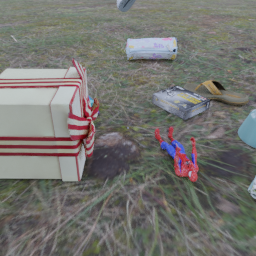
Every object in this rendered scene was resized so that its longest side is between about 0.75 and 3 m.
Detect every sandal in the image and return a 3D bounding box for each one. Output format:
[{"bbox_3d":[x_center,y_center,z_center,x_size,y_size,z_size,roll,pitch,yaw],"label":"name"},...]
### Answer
[{"bbox_3d":[3.179,-1.377,10.130,2.320,0.626,0.932,15,35,22],"label":"sandal"}]

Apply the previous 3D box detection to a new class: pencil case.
[{"bbox_3d":[1.143,-3.825,13.641,2.494,1.037,1.131,0,39,0],"label":"pencil case"}]

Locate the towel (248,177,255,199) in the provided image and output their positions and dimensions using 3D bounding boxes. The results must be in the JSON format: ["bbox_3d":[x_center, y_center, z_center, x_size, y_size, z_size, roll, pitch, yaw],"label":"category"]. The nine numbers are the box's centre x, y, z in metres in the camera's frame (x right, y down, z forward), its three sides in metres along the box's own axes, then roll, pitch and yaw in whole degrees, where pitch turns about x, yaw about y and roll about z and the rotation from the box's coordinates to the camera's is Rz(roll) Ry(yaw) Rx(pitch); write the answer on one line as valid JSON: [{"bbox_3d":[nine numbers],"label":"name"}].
[{"bbox_3d":[3.790,1.249,6.154,1.715,0.482,2.003,26,41,30],"label":"towel"}]

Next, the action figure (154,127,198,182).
[{"bbox_3d":[1.259,0.430,6.999,0.668,1.013,2.046,-8,36,-12],"label":"action figure"}]

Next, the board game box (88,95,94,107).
[{"bbox_3d":[-1.808,-0.770,9.412,1.233,0.289,0.931,-13,28,-19],"label":"board game box"}]

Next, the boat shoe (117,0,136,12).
[{"bbox_3d":[0.214,-4.080,7.943,0.595,1.619,0.540,20,43,-47],"label":"boat shoe"}]

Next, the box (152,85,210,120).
[{"bbox_3d":[1.799,-0.920,9.639,1.237,0.378,1.562,-22,38,-32],"label":"box"}]

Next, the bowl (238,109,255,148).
[{"bbox_3d":[3.974,-0.064,7.916,1.507,0.788,1.507,0,31,0],"label":"bowl"}]

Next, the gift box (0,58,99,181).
[{"bbox_3d":[-1.949,-0.255,6.663,2.387,2.556,2.359,1,37,-1],"label":"gift box"}]
